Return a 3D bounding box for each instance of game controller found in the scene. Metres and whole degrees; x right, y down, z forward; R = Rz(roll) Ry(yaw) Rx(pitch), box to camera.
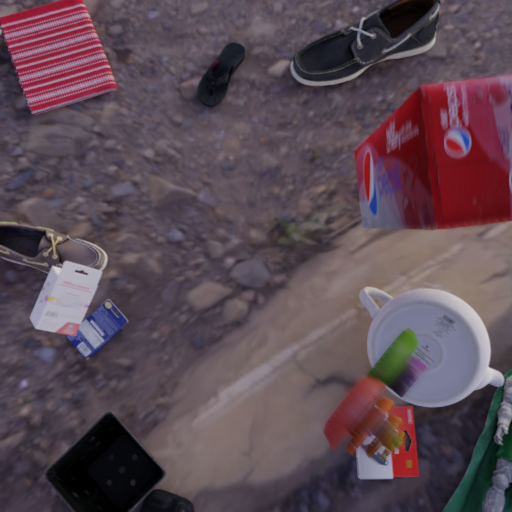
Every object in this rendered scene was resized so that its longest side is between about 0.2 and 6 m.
[{"bbox_3d":[-1.608,4.636,8.875,0.877,0.354,1.682,12,71,19],"label":"game controller"}]

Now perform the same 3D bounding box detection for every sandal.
[{"bbox_3d":[-0.753,-3.825,11.593,0.614,0.391,1.632,22,73,7],"label":"sandal"}]

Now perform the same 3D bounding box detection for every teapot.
[{"bbox_3d":[2.861,1.412,9.344,2.017,1.493,2.044,-12,91,25],"label":"teapot"}]

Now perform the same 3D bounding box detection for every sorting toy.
[{"bbox_3d":[1.618,1.834,6.889,0.829,1.213,2.019,38,46,18],"label":"sorting toy"}]

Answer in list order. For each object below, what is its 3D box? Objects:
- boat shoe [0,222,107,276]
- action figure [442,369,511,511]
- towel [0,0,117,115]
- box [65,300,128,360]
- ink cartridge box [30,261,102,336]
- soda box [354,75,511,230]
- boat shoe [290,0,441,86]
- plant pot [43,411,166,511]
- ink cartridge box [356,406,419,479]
[{"bbox_3d":[-3.858,-0.128,10.227,2.204,0.656,0.792,13,72,4],"label":"boat shoe"},{"bbox_3d":[4.377,3.111,9.079,2.015,0.933,3.411,21,69,10],"label":"action figure"},{"bbox_3d":[-4.194,-4.266,11.803,1.849,0.287,2.557,-21,75,-9],"label":"towel"},{"bbox_3d":[-2.825,1.312,10.013,0.985,0.160,0.597,-42,77,-11],"label":"box"},{"bbox_3d":[-2.383,0.493,7.043,0.314,0.542,0.931,35,101,50],"label":"ink cartridge box"},{"bbox_3d":[2.511,-1.180,7.797,1.645,4.700,1.490,-7,92,2],"label":"soda box"},{"bbox_3d":[2.215,-4.484,11.461,3.257,1.101,1.170,-21,71,-4],"label":"boat shoe"},{"bbox_3d":[-2.225,3.398,8.792,1.326,1.176,1.323,43,77,13],"label":"plant pot"},{"bbox_3d":[2.188,3.103,9.372,1.027,0.261,1.166,-1,72,1],"label":"ink cartridge box"}]
